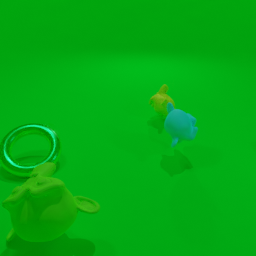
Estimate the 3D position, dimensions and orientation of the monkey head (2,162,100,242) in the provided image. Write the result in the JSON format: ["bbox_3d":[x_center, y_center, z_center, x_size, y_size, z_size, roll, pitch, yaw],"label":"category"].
[{"bbox_3d":[-1.372,1.232,4.689,1.705,1.027,1.226,-20,24,7],"label":"monkey head"}]

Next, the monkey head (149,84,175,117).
[{"bbox_3d":[1.138,-0.817,8.559,0.754,0.900,1.251,33,2,28],"label":"monkey head"}]

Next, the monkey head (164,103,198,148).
[{"bbox_3d":[1.184,0.016,6.750,0.745,0.889,1.236,10,55,-17],"label":"monkey head"}]

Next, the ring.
[{"bbox_3d":[-2.257,0.490,6.499,1.411,0.282,1.411,4,55,-5],"label":"ring"}]
